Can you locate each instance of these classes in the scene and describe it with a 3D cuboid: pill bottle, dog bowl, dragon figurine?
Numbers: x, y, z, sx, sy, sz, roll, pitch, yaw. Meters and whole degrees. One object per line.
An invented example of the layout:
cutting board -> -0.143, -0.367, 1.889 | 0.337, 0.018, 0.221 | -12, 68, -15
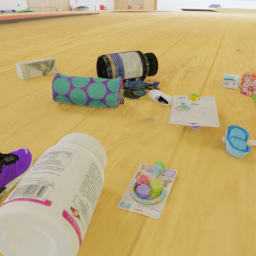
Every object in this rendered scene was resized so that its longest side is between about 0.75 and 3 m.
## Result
pill bottle -> 0.002, -2.868, 13.373 | 2.744, 1.534, 1.534 | -14, 31, -25
dog bowl -> 3.257, 0.398, 8.369 | 0.695, 0.309, 1.248 | 17, 38, 5
dragon figurine -> 0.433, -1.758, 12.279 | 2.091, 0.615, 1.039 | -16, 32, -30
pill bottle -> -1.328, 1.253, 5.618 | 1.502, 1.502, 2.649 | 5, 28, 9

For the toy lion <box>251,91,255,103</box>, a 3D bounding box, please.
toy lion -> 5.789, -1.003, 11.159 | 1.295, 0.464, 1.351 | 6, 28, -4

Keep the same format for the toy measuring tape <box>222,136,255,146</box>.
toy measuring tape -> 4.146, 0.188, 8.410 | 2.450, 0.901, 0.901 | 4, 28, 9

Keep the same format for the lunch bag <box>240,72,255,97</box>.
lunch bag -> 5.348, -1.871, 12.126 | 0.395, 0.964, 0.849 | -26, 39, -35

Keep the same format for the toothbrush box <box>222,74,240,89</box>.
toothbrush box -> 4.938, -2.248, 13.405 | 0.721, 0.420, 0.985 | 10, 28, 18

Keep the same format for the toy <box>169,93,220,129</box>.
toy -> 2.310, -0.472, 9.878 | 1.542, 0.632, 2.679 | 3, 29, 12

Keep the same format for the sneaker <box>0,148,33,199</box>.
sneaker -> -3.063, 0.904, 6.835 | 0.745, 1.065, 2.142 | 6, 30, 12

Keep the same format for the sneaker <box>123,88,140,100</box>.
sneaker -> 0.152, -1.449, 11.914 | 0.785, 0.417, 0.293 | 10, 30, 18

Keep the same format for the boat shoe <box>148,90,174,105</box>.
boat shoe -> 1.288, -1.253, 11.512 | 1.247, 0.459, 0.407 | 21, 31, 36

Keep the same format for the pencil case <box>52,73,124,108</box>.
pencil case -> -1.589, -1.524, 11.200 | 2.839, 1.208, 1.312 | 6, 48, 10

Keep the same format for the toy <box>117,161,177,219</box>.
toy -> 0.519, 1.329, 6.753 | 0.992, 0.407, 1.723 | 10, 30, 20

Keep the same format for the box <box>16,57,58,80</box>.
box -> -4.753, -3.145, 14.694 | 1.957, 0.804, 0.669 | -23, 36, -34
